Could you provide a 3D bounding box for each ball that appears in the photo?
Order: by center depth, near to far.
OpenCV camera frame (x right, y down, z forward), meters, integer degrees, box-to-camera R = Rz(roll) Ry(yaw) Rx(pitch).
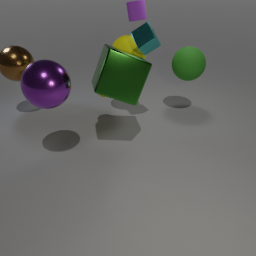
[{"bbox_3d":[-2.344,-1.248,8.047,1.400,1.400,1.400,0,29,0],"label":"ball"},{"bbox_3d":[0.014,-2.952,11.083,1.400,1.400,1.400,0,29,0],"label":"ball"},{"bbox_3d":[-4.461,-2.568,11.186,1.400,1.400,1.400,0,29,0],"label":"ball"},{"bbox_3d":[2.536,-2.682,11.712,1.400,1.400,1.400,0,29,0],"label":"ball"}]

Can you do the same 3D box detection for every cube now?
[{"bbox_3d":[-0.259,-1.734,8.990,1.400,1.400,1.400,17,18,-17],"label":"cube"},{"bbox_3d":[0.627,-3.087,9.722,0.700,0.700,0.700,-29,-16,17],"label":"cube"}]

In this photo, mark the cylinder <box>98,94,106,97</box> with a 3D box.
[{"bbox_3d":[-0.808,-1.579,10.327,0.700,0.700,0.700,-10,-11,-18],"label":"cylinder"}]

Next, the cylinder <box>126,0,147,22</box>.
[{"bbox_3d":[0.332,-4.509,10.767,0.700,0.700,0.700,-8,21,3],"label":"cylinder"}]
